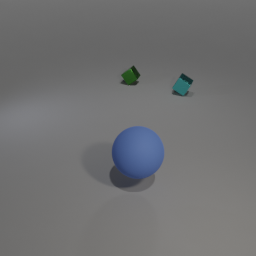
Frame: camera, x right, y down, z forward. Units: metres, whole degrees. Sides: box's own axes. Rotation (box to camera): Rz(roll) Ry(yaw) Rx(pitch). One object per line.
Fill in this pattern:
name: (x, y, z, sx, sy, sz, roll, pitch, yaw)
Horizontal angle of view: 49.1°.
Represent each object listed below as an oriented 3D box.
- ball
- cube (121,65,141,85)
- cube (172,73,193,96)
ball: (0.267, 0.649, 7.489, 1.400, 1.400, 1.400, 0, 29, 0)
cube: (0.163, -2.913, 15.482, 0.700, 0.700, 0.700, -29, 16, 28)
cube: (2.759, -2.194, 14.089, 0.700, 0.700, 0.700, 34, 39, 2)
